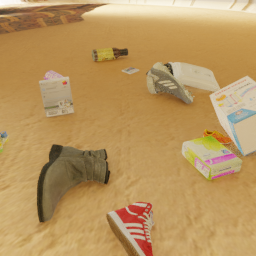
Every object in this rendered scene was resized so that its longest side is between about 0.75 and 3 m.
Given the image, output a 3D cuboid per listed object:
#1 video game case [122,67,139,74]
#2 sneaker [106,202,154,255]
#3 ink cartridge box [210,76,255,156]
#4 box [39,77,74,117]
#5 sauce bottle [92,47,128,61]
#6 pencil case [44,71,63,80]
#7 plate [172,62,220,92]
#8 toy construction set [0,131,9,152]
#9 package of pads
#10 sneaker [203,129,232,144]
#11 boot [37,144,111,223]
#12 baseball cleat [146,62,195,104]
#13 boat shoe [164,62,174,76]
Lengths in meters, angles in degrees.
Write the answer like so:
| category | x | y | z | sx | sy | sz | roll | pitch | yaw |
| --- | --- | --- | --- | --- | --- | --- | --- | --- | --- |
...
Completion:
| category | x | y | z | sx | sy | sz | roll | pitch | yaw |
| --- | --- | --- | --- | --- | --- | --- | --- | --- | --- |
| video game case | 0.154 | -3.473 | 16.921 | 0.721 | 0.094 | 0.792 | 27 | 41 | 37 |
| sneaker | 0.399 | 2.495 | 6.607 | 1.129 | 0.715 | 2.008 | -20 | 34 | -23 |
| ink cartridge box | 4.253 | -0.579 | 10.260 | 1.635 | 1.593 | 2.543 | -27 | 31 | 9 |
| box | -2.998 | -1.302 | 11.863 | 1.227 | 1.574 | 0.324 | -12 | 34 | -13 |
| sauce bottle | -1.175 | -4.957 | 18.679 | 2.430 | 0.786 | 0.786 | -10 | 33 | -16 |
| pencil case | -3.847 | -2.580 | 14.988 | 0.673 | 0.661 | 1.574 | -42 | 45 | -18 |
| plate | 3.655 | -2.857 | 15.067 | 2.476 | 0.400 | 2.471 | 12 | 34 | -5 |
| toy construction set | -4.766 | 0.792 | 9.152 | 1.579 | 1.110 | 2.409 | -10 | 22 | -17 |
| package of pads | 2.691 | 0.949 | 9.274 | 1.270 | 0.560 | 1.643 | -11 | 32 | -20 |
| sneaker | 3.337 | 0.324 | 10.446 | 1.055 | 0.407 | 0.385 | 14 | 33 | 19 |
| boot | -1.473 | 1.433 | 8.183 | 1.921 | 0.996 | 2.941 | 5 | 33 | -4 |
| baseball cleat | 1.937 | -1.937 | 13.751 | 0.996 | 1.521 | 2.857 | 28 | 24 | -56 |
| boat shoe | 2.531 | -3.271 | 16.103 | 0.591 | 0.717 | 2.089 | -13 | 27 | -6 |
